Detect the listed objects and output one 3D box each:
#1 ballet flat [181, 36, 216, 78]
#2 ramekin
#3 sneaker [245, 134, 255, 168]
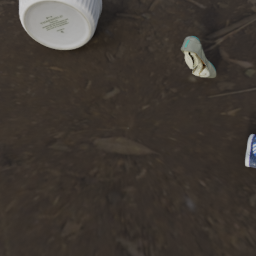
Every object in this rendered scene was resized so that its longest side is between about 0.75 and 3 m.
[{"bbox_3d":[1.947,-1.795,7.853,0.608,1.805,0.575,19,75,42],"label":"ballet flat"},{"bbox_3d":[-2.007,-3.389,8.260,2.495,2.495,1.162,0,66,0],"label":"ramekin"},{"bbox_3d":[3.318,0.586,6.850,0.731,0.402,0.998,3,47,31],"label":"sneaker"}]
